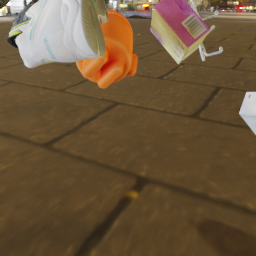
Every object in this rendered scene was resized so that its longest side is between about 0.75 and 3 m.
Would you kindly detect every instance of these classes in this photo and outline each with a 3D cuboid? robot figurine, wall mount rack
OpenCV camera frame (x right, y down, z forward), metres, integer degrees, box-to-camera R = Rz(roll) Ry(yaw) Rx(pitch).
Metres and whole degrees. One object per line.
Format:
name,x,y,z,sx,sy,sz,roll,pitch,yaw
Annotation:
robot figurine,-0.478,-1.749,5.918,1.432,1.161,1.991,3,47,-1
wall mount rack,2.720,-3.609,9.747,0.856,2.297,1.995,-13,42,13

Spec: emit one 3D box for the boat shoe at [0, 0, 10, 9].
boat shoe,-3.532,-2.891,6.426,0.543,0.624,1.692,25,54,39

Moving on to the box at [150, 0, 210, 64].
box,1.275,-2.530,7.228,0.713,1.297,1.474,-39,-3,0

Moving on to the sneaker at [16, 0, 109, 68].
sneaker,-0.846,-1.625,3.873,1.017,0.893,2.538,-14,35,11

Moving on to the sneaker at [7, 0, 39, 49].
sneaker,-2.032,-2.809,6.971,2.431,0.984,0.898,-11,-13,21

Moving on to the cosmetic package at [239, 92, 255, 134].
cosmetic package,2.352,-0.094,4.511,0.599,1.181,0.421,8,67,50
